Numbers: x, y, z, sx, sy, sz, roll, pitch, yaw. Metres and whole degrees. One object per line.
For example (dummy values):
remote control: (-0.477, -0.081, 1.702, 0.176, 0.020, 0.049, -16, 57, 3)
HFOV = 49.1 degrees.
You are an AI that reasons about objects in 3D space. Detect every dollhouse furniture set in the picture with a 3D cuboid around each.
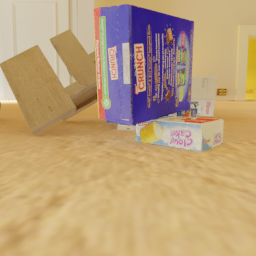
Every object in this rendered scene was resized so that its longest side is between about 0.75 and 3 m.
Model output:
dollhouse furniture set: (-1.241, -0.749, 7.531, 2.587, 2.217, 2.721, -31, -28, -8)

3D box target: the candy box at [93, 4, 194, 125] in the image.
candy box: (0.383, -1.103, 5.005, 0.802, 1.759, 2.081, 9, 15, 36)

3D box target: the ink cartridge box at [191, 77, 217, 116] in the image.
ink cartridge box: (2.121, -1.172, 10.491, 2.240, 0.941, 1.635, 3, -18, 16)

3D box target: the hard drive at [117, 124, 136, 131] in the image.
hard drive: (0.019, -0.027, 6.828, 0.509, 0.103, 0.772, 3, 5, 1)

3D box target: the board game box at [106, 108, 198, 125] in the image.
board game box: (0.810, -0.370, 7.803, 1.834, 0.467, 2.710, 4, 6, 22)

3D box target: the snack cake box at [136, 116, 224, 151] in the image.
snack cake box: (0.874, 0.051, 4.886, 1.320, 0.443, 0.759, 6, 9, 43)
